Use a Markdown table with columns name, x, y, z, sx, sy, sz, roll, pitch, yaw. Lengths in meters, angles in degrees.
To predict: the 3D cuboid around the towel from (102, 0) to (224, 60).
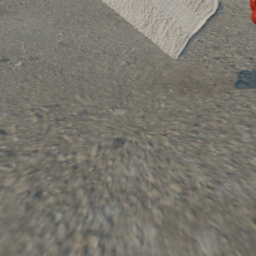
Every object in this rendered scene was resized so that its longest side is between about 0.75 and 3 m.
| name | x | y | z | sx | sy | sz | roll | pitch | yaw |
| --- | --- | --- | --- | --- | --- | --- | --- | --- | --- |
| towel | 0.846 | -3.394 | 7.500 | 2.989 | 1.981 | 0.515 | 36 | 35 | -6 |

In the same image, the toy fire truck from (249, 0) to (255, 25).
| name | x | y | z | sx | sy | sz | roll | pitch | yaw |
| --- | --- | --- | --- | --- | --- | --- | --- | --- | --- |
| toy fire truck | 3.108 | -2.218 | 4.729 | 1.516 | 1.805 | 1.012 | 40 | 9 | -9 |
